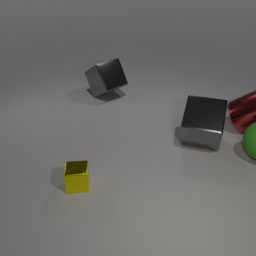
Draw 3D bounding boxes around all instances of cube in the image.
[{"bbox_3d":[-1.557,1.487,8.580,0.700,0.700,0.700,-3,31,-5],"label":"cube"},{"bbox_3d":[2.758,-0.170,10.232,1.400,1.400,1.400,10,62,17],"label":"cube"},{"bbox_3d":[-1.107,-2.526,14.185,1.400,1.400,1.400,-25,8,-33],"label":"cube"}]

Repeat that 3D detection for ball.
[{"bbox_3d":[4.681,0.443,9.599,1.400,1.400,1.400,0,30,0],"label":"ball"}]

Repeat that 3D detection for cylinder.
[{"bbox_3d":[4.944,-0.687,11.099,1.400,1.400,1.400,-26,10,41],"label":"cylinder"}]
